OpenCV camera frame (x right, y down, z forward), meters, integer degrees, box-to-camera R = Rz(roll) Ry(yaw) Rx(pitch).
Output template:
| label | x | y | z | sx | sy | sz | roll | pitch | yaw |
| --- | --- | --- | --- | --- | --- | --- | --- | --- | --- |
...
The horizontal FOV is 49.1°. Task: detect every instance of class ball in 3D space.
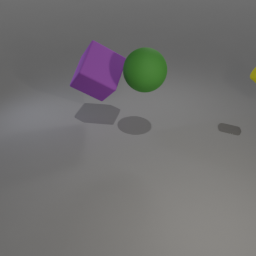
| label | x | y | z | sx | sy | sz | roll | pitch | yaw |
| --- | --- | --- | --- | --- | --- | --- | --- | --- | --- |
| ball | 0.541 | -1.831 | 8.882 | 1.400 | 1.400 | 1.400 | 0 | 30 | 0 |

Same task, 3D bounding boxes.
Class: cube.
| label | x | y | z | sx | sy | sz | roll | pitch | yaw |
| --- | --- | --- | --- | --- | --- | --- | --- | --- | --- |
| cube | -1.112 | -2.041 | 10.294 | 1.400 | 1.400 | 1.400 | 24 | -21 | -19 |

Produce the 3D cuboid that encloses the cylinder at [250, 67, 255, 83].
| label | x | y | z | sx | sy | sz | roll | pitch | yaw |
| --- | --- | --- | --- | --- | --- | --- | --- | --- | --- |
| cylinder | 4.308 | -1.605 | 8.695 | 0.700 | 0.700 | 0.700 | 37 | 31 | -9 |
